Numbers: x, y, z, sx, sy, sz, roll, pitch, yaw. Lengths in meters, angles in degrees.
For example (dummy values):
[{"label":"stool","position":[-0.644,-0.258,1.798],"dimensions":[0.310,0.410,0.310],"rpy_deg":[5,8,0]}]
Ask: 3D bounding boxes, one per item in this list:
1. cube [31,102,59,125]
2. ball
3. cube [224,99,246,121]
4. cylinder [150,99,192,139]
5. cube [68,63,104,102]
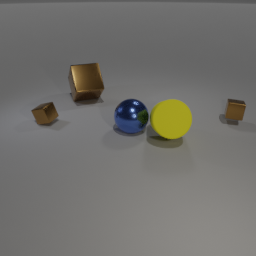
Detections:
[{"label":"cube","position":[-3.542,-0.630,11.988],"dimensions":[0.700,0.700,0.700],"rpy_deg":[-6,26,28]},{"label":"ball","position":[0.140,-0.470,11.184],"dimensions":[1.400,1.400,1.400],"rpy_deg":[0,28,0]},{"label":"cube","position":[4.549,-0.790,11.923],"dimensions":[0.700,0.700,0.700],"rpy_deg":[10,23,12]},{"label":"cylinder","position":[1.551,-0.348,10.442],"dimensions":[1.400,1.400,1.400],"rpy_deg":[0,4,1]},{"label":"cube","position":[-2.113,-2.263,13.979],"dimensions":[1.400,1.400,1.400],"rpy_deg":[-10,-11,-19]}]
